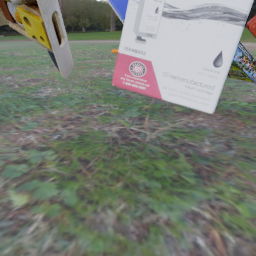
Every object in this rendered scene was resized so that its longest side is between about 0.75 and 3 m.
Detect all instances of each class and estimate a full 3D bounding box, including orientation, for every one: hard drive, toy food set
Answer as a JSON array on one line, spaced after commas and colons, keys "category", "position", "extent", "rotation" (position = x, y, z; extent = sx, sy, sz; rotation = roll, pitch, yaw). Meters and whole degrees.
[{"category": "hard drive", "position": [-0.088, -3.325, 7.111], "extent": [0.832, 1.260, 0.160], "rotation": [-33, -3, -10]}, {"category": "hard drive", "position": [-2.104, -2.159, 8.680], "extent": [0.214, 1.009, 0.681], "rotation": [-16, 28, 22]}, {"category": "toy food set", "position": [-2.388, -2.397, 5.564], "extent": [2.976, 2.136, 0.899], "rotation": [34, 63, 24]}]

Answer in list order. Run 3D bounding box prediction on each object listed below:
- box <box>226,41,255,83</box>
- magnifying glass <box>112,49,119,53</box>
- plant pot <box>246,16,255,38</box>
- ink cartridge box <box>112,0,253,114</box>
[{"category": "box", "position": [2.558, -2.321, 9.083], "extent": [1.936, 0.534, 2.835], "rotation": [24, 1, -42]}, {"category": "magnifying glass", "position": [-0.156, -2.522, 9.192], "extent": [0.980, 0.390, 0.110], "rotation": [13, 16, 40]}, {"category": "plant pot", "position": [4.654, -3.017, 8.338], "extent": [1.596, 1.811, 1.809], "rotation": [-31, -7, -48]}, {"category": "ink cartridge box", "position": [1.082, -2.042, 5.389], "extent": [2.152, 2.937, 1.216], "rotation": [18, 22, 12]}]
